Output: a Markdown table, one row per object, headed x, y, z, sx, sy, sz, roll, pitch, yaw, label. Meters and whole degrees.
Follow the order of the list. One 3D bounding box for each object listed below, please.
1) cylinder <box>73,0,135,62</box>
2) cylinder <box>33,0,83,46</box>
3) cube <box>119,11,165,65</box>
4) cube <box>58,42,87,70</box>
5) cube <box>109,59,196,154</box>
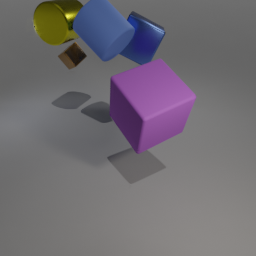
| x | y | z | sx | sy | sz | roll | pitch | yaw | label |
| --- | --- | --- | --- | --- | --- | --- | --- | --- | --- |
| -0.749 | -3.069 | 8.773 | 1.400 | 1.400 | 1.400 | 47 | 42 | 3 | cylinder |
| -2.304 | -3.728 | 9.790 | 1.400 | 1.400 | 1.400 | 12 | 31 | 20 | cylinder |
| 0.434 | -3.323 | 10.447 | 1.400 | 1.400 | 1.400 | 25 | 26 | -8 | cube |
| -2.200 | -2.838 | 11.067 | 0.700 | 0.700 | 0.700 | -50 | 26 | -22 | cube |
| 0.500 | -0.516 | 6.648 | 1.400 | 1.400 | 1.400 | -24 | 60 | -21 | cube |
